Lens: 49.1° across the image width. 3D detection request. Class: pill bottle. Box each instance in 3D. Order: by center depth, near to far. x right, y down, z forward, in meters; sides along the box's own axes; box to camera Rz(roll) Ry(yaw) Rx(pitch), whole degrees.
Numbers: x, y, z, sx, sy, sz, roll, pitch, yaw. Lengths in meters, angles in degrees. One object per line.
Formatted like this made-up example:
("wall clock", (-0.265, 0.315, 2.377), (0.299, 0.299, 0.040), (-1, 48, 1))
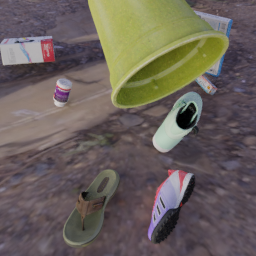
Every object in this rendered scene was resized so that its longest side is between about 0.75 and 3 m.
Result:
("pill bottle", (-2.002, -1.060, 8.537), (0.462, 0.822, 0.462), (17, 37, -13))

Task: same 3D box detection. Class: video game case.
("video game case", (2.005, -3.119, 9.842), (2.891, 2.069, 0.257), (25, 54, 24))

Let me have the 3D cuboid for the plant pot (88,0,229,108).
("plant pot", (0.409, -2.342, 6.752), (2.914, 2.914, 2.679), (-21, 76, -21))

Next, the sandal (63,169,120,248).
("sandal", (-0.787, 1.537, 5.859), (0.785, 0.564, 1.976), (3, 40, 21))

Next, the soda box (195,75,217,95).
("soda box", (2.604, -1.455, 9.344), (0.267, 0.287, 0.838), (13, 34, -34))

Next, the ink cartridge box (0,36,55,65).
("ink cartridge box", (-3.623, -2.854, 10.242), (1.778, 0.736, 1.296), (-8, 28, -13))

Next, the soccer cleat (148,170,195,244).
("soccer cleat", (0.815, 1.608, 5.964), (0.666, 0.621, 1.820), (15, 46, 30))

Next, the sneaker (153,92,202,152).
("sneaker", (1.650, -0.409, 7.389), (0.848, 1.360, 2.305), (40, 56, 0))
